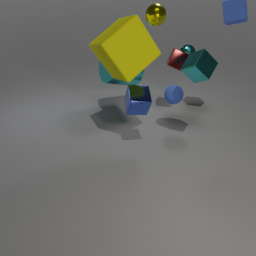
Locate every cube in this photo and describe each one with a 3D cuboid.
[{"bbox_3d":[-0.125,-2.459,8.737,1.400,1.400,1.400,-43,27,-7],"label":"cube"},{"bbox_3d":[2.237,-1.933,8.800,0.700,0.700,0.700,-58,22,-14],"label":"cube"},{"bbox_3d":[1.998,-2.719,11.128,0.700,0.700,0.700,22,19,-4],"label":"cube"},{"bbox_3d":[0.310,-0.895,9.057,0.700,0.700,0.700,0,56,-13],"label":"cube"},{"bbox_3d":[3.629,-3.938,9.474,0.700,0.700,0.700,-2,10,28],"label":"cube"}]

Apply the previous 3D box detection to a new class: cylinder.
[{"bbox_3d":[-0.273,-2.455,11.320,1.400,1.400,1.400,0,27,-30],"label":"cylinder"}]

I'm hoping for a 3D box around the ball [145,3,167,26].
[{"bbox_3d":[0.914,-3.708,9.198,0.700,0.700,0.700,0,30,0],"label":"ball"}]

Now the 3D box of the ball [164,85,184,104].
[{"bbox_3d":[1.665,-1.212,10.170,0.700,0.700,0.700,0,30,0],"label":"ball"}]

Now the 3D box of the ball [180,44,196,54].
[{"bbox_3d":[2.496,-3.143,11.754,0.700,0.700,0.700,0,30,0],"label":"ball"}]
